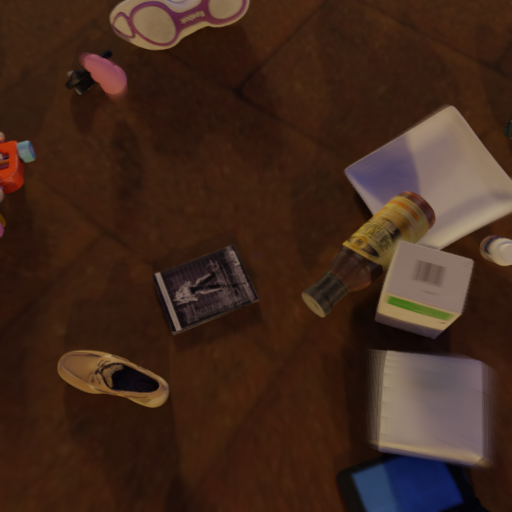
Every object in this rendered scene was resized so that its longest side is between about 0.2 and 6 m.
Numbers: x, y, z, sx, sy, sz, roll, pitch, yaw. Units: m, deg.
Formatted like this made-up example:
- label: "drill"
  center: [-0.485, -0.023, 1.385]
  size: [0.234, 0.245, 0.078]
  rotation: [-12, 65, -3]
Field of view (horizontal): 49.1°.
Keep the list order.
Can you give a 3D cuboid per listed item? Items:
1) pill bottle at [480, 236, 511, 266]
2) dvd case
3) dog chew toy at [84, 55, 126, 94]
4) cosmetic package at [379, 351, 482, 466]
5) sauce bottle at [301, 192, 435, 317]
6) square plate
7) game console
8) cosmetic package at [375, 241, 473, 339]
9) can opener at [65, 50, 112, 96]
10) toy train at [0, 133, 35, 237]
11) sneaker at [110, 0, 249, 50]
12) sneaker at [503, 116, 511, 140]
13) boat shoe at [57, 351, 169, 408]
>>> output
- label: "pill bottle"
  center: [3.719, -0.071, 8.500]
  size: [0.404, 0.730, 0.404]
  rotation: [0, 99, 2]
- label: "dvd case"
  center: [-0.800, 0.504, 8.673]
  size: [1.399, 0.112, 1.040]
  rotation: [-21, 64, -11]
- label: "dog chew toy"
  center: [-2.732, -3.292, 10.065]
  size: [0.496, 0.797, 0.496]
  rotation: [-24, 49, 31]
- label: "cosmetic package"
  center: [2.270, 1.988, 7.360]
  size: [1.216, 0.747, 1.212]
  rotation: [4, 62, 13]
- label: "sauce bottle"
  center: [1.684, -0.011, 8.417]
  size: [2.350, 0.776, 0.776]
  rotation: [-42, 70, -17]
- label: "square plate"
  center: [2.825, -1.117, 9.101]
  size: [2.075, 0.298, 2.095]
  rotation: [-30, 65, 10]
- label: "game console"
  center: [2.013, 3.078, 6.862]
  size: [1.666, 1.436, 0.989]
  rotation: [-18, 89, -8]
- label: "cosmetic package"
  center: [2.217, 0.511, 7.633]
  size: [0.972, 1.807, 0.766]
  rotation: [16, 74, 14]
- label: "can opener"
  center: [-3.185, -3.540, 10.701]
  size: [0.373, 0.462, 1.176]
  rotation: [1, 50, 46]
- label: "toy train"
  center: [-4.915, -0.762, 9.006]
  size: [2.964, 0.824, 2.226]
  rotation: [-19, 55, -8]
- label: "sneaker"
  center: [-1.526, -4.882, 11.172]
  size: [2.719, 1.018, 1.354]
  rotation: [-13, 38, -3]
- label: "sneaker"
  center: [5.145, -2.598, 9.981]
  size: [0.770, 0.692, 1.784]
  rotation: [42, 70, 16]
- label: "boat shoe"
  center: [-2.023, 1.644, 7.839]
  size: [1.652, 0.533, 0.589]
  rotation: [13, 63, 7]
